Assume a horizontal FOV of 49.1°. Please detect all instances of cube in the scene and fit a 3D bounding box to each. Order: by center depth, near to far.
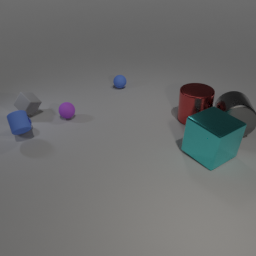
[{"bbox_3d":[2.879,0.312,9.550,1.400,1.400,1.400,-21,41,-31],"label":"cube"},{"bbox_3d":[-4.318,-1.062,12.069,0.700,0.700,0.700,42,20,15],"label":"cube"}]

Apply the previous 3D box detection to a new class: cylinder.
[{"bbox_3d":[-4.034,-0.201,10.369,0.700,0.700,0.700,-17,78,-26],"label":"cylinder"},{"bbox_3d":[4.224,-0.556,11.073,1.400,1.400,1.400,4,31,7],"label":"cylinder"},{"bbox_3d":[2.827,-0.978,11.736,1.400,1.400,1.400,-1,34,1],"label":"cylinder"}]

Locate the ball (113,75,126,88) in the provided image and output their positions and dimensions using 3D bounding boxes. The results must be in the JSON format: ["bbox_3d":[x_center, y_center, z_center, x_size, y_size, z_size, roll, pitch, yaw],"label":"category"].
[{"bbox_3d":[-0.431,-2.482,14.953,0.700,0.700,0.700,0,31,0],"label":"ball"}]

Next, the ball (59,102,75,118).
[{"bbox_3d":[-2.622,-0.761,12.019,0.700,0.700,0.700,0,31,0],"label":"ball"}]

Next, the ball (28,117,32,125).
[{"bbox_3d":[-4.209,-0.185,11.159,0.700,0.700,0.700,0,31,0],"label":"ball"}]
